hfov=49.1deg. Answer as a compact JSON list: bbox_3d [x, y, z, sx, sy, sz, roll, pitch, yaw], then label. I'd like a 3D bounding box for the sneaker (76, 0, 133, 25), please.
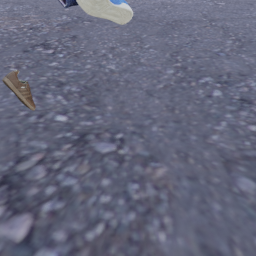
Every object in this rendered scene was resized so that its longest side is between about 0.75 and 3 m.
[{"bbox_3d":[-0.817,-3.739,7.872,2.091,0.803,1.163,0,54,-49],"label":"sneaker"}]

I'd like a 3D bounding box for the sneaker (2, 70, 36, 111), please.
[{"bbox_3d":[-1.843,-0.655,4.994,0.302,0.856,0.323,30,70,33],"label":"sneaker"}]

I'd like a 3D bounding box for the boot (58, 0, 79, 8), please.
[{"bbox_3d":[-1.809,-4.108,7.568,0.789,1.747,0.635,-35,2,-37],"label":"boot"}]
